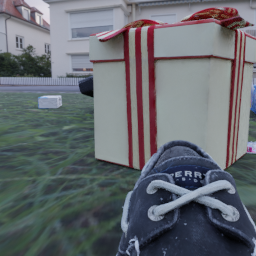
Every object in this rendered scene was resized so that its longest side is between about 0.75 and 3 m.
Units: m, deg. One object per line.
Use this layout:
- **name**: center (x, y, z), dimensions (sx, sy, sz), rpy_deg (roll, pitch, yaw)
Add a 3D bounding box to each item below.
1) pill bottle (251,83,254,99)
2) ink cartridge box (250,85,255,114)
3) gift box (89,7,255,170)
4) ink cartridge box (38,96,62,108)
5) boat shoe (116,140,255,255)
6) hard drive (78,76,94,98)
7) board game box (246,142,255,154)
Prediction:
- **pill bottle**: center (2.736, -1.204, 9.372), dimensions (2.784, 1.584, 1.584), rpy_deg (-6, 12, -35)
- **ink cartridge box**: center (5.405, -0.957, 9.681), dimensions (1.888, 1.057, 2.768), rpy_deg (3, 12, 16)
- **gift box**: center (0.706, -0.572, 4.154), dimensions (2.156, 2.181, 2.336), rpy_deg (6, 11, 32)
- **ink cartridge box**: center (-3.414, -1.172, 12.410), dimensions (0.809, 0.473, 1.394), rpy_deg (-1, 10, -4)
- **boat shoe**: center (0.343, 0.576, 1.642), dimensions (0.846, 0.799, 2.358), rpy_deg (2, 10, 11)
- **hard drive**: center (-0.293, -1.358, 10.709), dimensions (2.851, 0.603, 1.923), rpy_deg (10, -6, -33)
- **board game box**: center (2.408, 0.319, 5.051), dimensions (0.817, 0.106, 0.817), rpy_deg (2, 10, 9)
